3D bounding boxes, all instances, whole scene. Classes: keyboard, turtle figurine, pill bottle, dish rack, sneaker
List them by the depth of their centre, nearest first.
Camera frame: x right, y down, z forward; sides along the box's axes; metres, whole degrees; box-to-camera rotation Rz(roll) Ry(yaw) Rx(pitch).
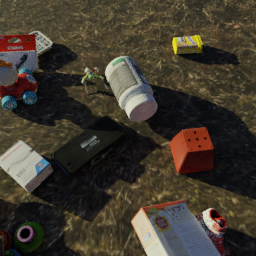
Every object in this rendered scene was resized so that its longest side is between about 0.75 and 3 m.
[{"bbox_3d":[2.632,3.340,8.415,0.595,0.955,1.782,4,51,-26],"label":"sneaker"},{"bbox_3d":[-1.298,0.762,10.626,2.873,0.369,1.725,-37,57,-22],"label":"keyboard"},{"bbox_3d":[0.136,-1.610,11.555,1.462,1.462,2.585,-18,57,-12],"label":"pill bottle"},{"bbox_3d":[-1.596,-2.189,12.564,0.888,1.234,1.196,-31,31,13],"label":"turtle figurine"},{"bbox_3d":[-4.755,-3.966,13.816,1.797,0.391,1.543,-39,65,-23],"label":"dish rack"}]

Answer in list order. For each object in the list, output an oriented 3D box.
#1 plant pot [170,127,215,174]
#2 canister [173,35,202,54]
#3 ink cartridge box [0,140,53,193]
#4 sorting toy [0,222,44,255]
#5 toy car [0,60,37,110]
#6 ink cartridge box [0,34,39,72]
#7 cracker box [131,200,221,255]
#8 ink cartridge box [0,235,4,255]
[{"bbox_3d":[2.394,0.709,10.133,1.359,1.199,1.361,-6,55,-5],"label":"plant pot"},{"bbox_3d":[2.919,-4.092,13.814,1.274,0.551,0.946,-5,56,-2],"label":"canister"},{"bbox_3d":[-3.668,1.355,10.006,1.576,0.664,1.139,34,62,21],"label":"ink cartridge box"},{"bbox_3d":[-3.558,3.459,8.514,1.848,0.759,1.110,-15,57,-10],"label":"sorting toy"},{"bbox_3d":[-4.794,-2.078,11.608,1.681,1.900,1.752,-16,58,-11],"label":"toy car"},{"bbox_3d":[-5.208,-3.426,12.847,2.015,0.439,1.749,-3,95,-2],"label":"ink cartridge box"},{"bbox_3d":[1.508,3.440,7.842,1.818,0.783,2.714,3,40,-37],"label":"cracker box"},{"bbox_3d":[-4.585,4.057,7.565,2.284,0.858,1.882,-12,69,7],"label":"ink cartridge box"}]
